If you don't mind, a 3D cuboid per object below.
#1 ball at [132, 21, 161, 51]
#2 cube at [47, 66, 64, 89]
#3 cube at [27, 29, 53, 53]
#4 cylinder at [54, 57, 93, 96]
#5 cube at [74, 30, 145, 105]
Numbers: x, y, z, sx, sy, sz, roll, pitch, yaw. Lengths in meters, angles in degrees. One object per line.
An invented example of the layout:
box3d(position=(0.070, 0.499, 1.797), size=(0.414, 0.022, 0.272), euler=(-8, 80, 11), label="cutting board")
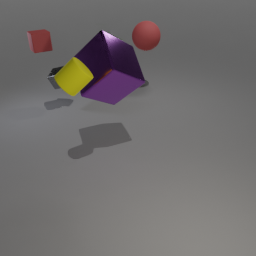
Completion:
box3d(position=(0.894, -4.508, 13.732), size=(1.400, 1.400, 1.400), euler=(0, 30, 0), label="ball")
box3d(position=(-3.078, -2.275, 12.659), size=(0.700, 0.700, 0.700), euler=(-6, 45, 22), label="cube")
box3d(position=(-3.328, -3.285, 10.570), size=(0.700, 0.700, 0.700), euler=(-17, 32, -24), label="cube")
box3d(position=(-1.360, -1.286, 7.047), size=(0.700, 0.700, 0.700), euler=(-41, 29, 13), label="cylinder")
box3d(position=(-0.589, -1.719, 8.338), size=(1.400, 1.400, 1.400), euler=(10, 56, -49), label="cube")
